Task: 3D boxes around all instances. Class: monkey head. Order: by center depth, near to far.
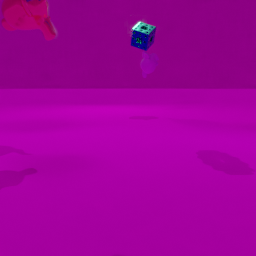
[{"bbox_3d":[-1.583,-1.746,4.469,0.691,0.825,1.147,-34,20,-32],"label":"monkey head"},{"bbox_3d":[0.745,-2.623,11.094,0.886,1.231,0.742,40,63,23],"label":"monkey head"}]

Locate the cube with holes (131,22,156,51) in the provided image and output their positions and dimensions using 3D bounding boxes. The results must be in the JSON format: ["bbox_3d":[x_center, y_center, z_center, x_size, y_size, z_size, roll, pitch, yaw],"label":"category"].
[{"bbox_3d":[0.630,-3.765,11.507,0.743,0.743,0.743,24,50,15],"label":"cube with holes"}]
